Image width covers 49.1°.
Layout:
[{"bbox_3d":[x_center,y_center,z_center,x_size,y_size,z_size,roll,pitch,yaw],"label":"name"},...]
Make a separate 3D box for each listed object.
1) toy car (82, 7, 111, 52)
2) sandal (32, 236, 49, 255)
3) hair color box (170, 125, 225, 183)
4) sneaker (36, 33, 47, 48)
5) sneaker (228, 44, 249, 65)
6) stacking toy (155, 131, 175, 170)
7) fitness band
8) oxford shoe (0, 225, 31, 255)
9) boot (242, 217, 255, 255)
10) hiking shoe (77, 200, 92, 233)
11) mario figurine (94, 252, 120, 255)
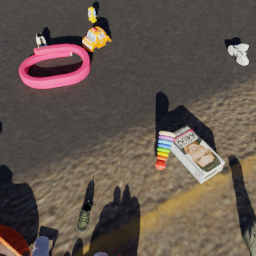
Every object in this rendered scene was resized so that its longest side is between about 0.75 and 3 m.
[{"bbox_3d":[-1.712,-4.525,12.518,1.277,0.866,2.604,-20,57,-14],"label":"toy car"},{"bbox_3d":[-2.203,3.373,7.065,0.495,0.370,1.291,2,33,-6],"label":"sandal"},{"bbox_3d":[2.061,0.776,8.780,0.863,0.529,1.744,-28,56,-18],"label":"hair color box"},{"bbox_3d":[-3.752,-3.671,12.144,0.430,0.466,1.166,-21,58,-17],"label":"sneaker"},{"bbox_3d":[4.816,-3.135,11.736,0.707,0.462,1.231,-19,52,-10],"label":"sneaker"},{"bbox_3d":[1.101,0.695,8.582,0.502,0.502,1.177,10,87,8],"label":"stacking toy"},{"bbox_3d":[-2.929,-2.485,11.279,2.808,0.526,2.017,-11,57,-7],"label":"fitness band"},{"bbox_3d":[-3.423,2.942,7.274,2.033,0.724,0.737,28,86,17],"label":"oxford shoe"},{"bbox_3d":[3.377,3.041,6.861,0.525,1.013,1.551,-14,55,-10],"label":"boot"},{"bbox_3d":[-1.211,2.416,7.690,0.316,0.421,0.836,7,54,5],"label":"hiking shoe"},{"bbox_3d":[-0.719,3.628,6.340,2.218,1.176,1.369,-31,63,-18],"label":"mario figurine"}]
